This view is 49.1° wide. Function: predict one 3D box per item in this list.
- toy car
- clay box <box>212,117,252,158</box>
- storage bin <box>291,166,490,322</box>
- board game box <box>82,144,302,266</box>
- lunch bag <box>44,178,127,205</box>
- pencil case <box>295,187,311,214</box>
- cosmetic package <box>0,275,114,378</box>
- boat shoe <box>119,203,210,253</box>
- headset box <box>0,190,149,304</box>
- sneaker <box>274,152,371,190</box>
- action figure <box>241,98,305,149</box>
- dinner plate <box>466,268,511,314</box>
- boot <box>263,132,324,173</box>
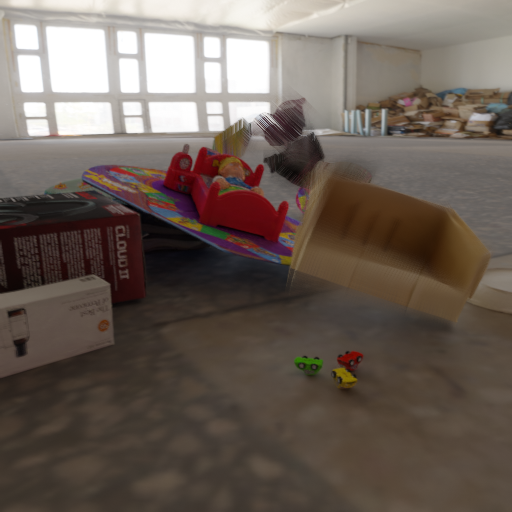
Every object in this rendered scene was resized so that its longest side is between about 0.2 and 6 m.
[{"bbox_3d":[0.781,1.244,6.174,0.731,0.173,0.777,4,15,15],"label":"toy car"},{"bbox_3d":[-0.616,-2.683,13.447,0.917,0.380,1.596,-41,-9,-19],"label":"clay box"},{"bbox_3d":[1.827,-0.247,8.271,2.395,1.122,2.378,18,20,0],"label":"storage bin"},{"bbox_3d":[-0.580,-1.328,10.855,5.368,1.045,4.241,26,17,26],"label":"board game box"},{"bbox_3d":[-3.455,-1.183,13.120,2.095,1.007,2.613,23,32,38],"label":"lunch bag"},{"bbox_3d":[2.010,-1.593,15.239,1.913,0.845,0.845,-9,18,-29],"label":"pencil case"},{"bbox_3d":[-2.656,0.852,6.386,2.018,0.833,0.511,-14,23,-39],"label":"cosmetic package"},{"bbox_3d":[-1.786,-0.752,11.512,3.160,1.158,1.177,-9,18,-30],"label":"boat shoe"},{"bbox_3d":[-3.539,-0.084,8.653,3.648,1.409,2.714,-10,18,-27],"label":"headset box"},{"bbox_3d":[1.192,-1.479,10.713,1.924,0.773,0.831,15,17,25],"label":"sneaker"},{"bbox_3d":[0.241,-2.454,10.364,0.917,1.020,1.370,-11,26,-25],"label":"action figure"},{"bbox_3d":[4.136,0.494,8.801,2.100,0.255,2.100,1,17,0],"label":"dinner plate"},{"bbox_3d":[0.787,-2.158,12.270,1.176,0.624,1.787,-25,5,-1],"label":"boot"}]
